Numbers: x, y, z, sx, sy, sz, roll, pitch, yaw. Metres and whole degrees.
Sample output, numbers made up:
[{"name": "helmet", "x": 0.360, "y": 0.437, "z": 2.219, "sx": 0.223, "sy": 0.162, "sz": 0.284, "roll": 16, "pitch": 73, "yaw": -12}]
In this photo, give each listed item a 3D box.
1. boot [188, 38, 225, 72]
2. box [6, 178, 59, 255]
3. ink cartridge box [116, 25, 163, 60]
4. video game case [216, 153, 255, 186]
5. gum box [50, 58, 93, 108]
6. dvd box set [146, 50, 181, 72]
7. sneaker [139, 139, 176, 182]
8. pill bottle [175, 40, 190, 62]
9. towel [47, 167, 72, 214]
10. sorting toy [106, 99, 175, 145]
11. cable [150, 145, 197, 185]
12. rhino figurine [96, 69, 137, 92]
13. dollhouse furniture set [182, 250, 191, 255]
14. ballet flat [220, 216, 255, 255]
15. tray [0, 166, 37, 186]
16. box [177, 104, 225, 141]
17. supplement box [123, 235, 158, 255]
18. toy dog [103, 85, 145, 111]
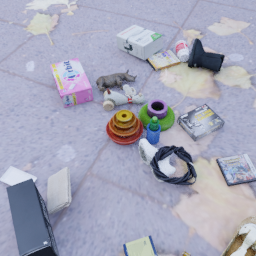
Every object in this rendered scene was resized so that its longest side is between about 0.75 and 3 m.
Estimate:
[{"name": "boot", "x": 3.832, "y": -3.498, "z": 13.504, "sx": 1.592, "sy": 0.724, "sz": 1.895, "roll": 13, "pitch": 56, "yaw": 12}, {"name": "box", "x": -2.686, "y": 2.732, "z": 7.950, "sx": 0.820, "sy": 1.468, "sz": 2.080, "roll": -18, "pitch": 52, "yaw": -17}, {"name": "ink cartridge box", "x": 0.564, "y": -4.311, "z": 14.000, "sx": 1.407, "sy": 0.797, "sz": 1.920, "roll": -38, "pitch": 53, "yaw": -26}, {"name": "video game case", "x": 3.862, "y": 1.453, "z": 9.850, "sx": 1.192, "sy": 0.152, "sz": 1.077, "roll": -9, "pitch": 52, "yaw": -7}, {"name": "gum box", "x": -2.513, "y": -2.066, "z": 12.316, "sx": 1.311, "sy": 0.764, "sz": 2.310, "roll": -17, "pitch": 53, "yaw": -14}, {"name": "dvd box set", "x": 1.708, "y": -3.293, "z": 13.684, "sx": 1.395, "sy": 0.205, "sz": 1.020, "roll": -21, "pitch": 54, "yaw": -16}, {"name": "sneaker", "x": 1.032, "y": 1.056, "z": 9.935, "sx": 0.867, "sy": 0.680, "sz": 1.746, "roll": -21, "pitch": 62, "yaw": -24}, {"name": "pill bottle", "x": 2.699, "y": -3.777, "z": 13.821, "sx": 0.606, "sy": 0.606, "sz": 1.079, "roll": -2, "pitch": 51, "yaw": -2}, {"name": "towel", "x": -2.203, "y": 1.995, "z": 8.991, "sx": 0.919, "sy": 0.239, "sz": 1.386, "roll": -31, "pitch": 46, "yaw": 20}, {"name": "sorting toy", "x": 0.614, "y": -0.375, "z": 10.643, "sx": 2.981, "sy": 1.224, "sz": 1.791, "roll": -27, "pitch": 55, "yaw": -21}, {"name": "cable", "x": 1.537, "y": 1.220, "z": 9.461, "sx": 1.731, "sy": 0.440, "sz": 1.413, "roll": 8, "pitch": 64, "yaw": -20}, {"name": "rhino figurine", "x": -0.492, "y": -2.129, "z": 12.492, "sx": 2.003, "sy": 0.599, "sz": 0.876, "roll": -19, "pitch": 53, "yaw": -17}, {"name": "dollhouse furniture set", "x": 1.815, "y": 3.847, "z": 7.863, "sx": 0.758, "sy": 0.308, "sz": 0.408, "roll": 22, "pitch": 53, "yaw": 38}, {"name": "ballet flat", "x": 3.247, "y": 3.394, "z": 7.812, "sx": 0.930, "sy": 0.861, "sz": 2.638, "roll": 33, "pitch": 58, "yaw": 24}, {"name": "tray", "x": -3.747, "y": 1.769, "z": 9.610, "sx": 1.145, "sy": 0.127, "sz": 0.615, "roll": 19, "pitch": 53, "yaw": 15}, {"name": "box", "x": 2.874, "y": -0.239, "z": 11.095, "sx": 1.464, "sy": 0.354, "sz": 1.160, "roll": -25, "pitch": 55, "yaw": -18}, {"name": "supplement box", "x": 0.377, "y": 3.586, "z": 7.799, "sx": 0.841, "sy": 0.565, "sz": 0.842, "roll": -15, "pitch": 56, "yaw": -9}, {"name": "toy dog", "x": -0.249, "y": -1.364, "z": 11.673, "sx": 1.824, "sy": 0.879, "sz": 1.203, "roll": -21, "pitch": 54, "yaw": -16}]
